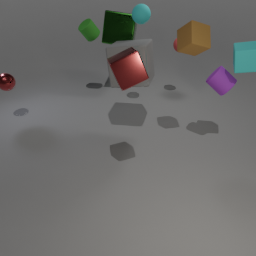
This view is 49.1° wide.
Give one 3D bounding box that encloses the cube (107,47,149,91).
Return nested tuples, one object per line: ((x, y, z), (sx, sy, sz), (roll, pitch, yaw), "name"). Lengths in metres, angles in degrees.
((-0.015, -1.405, 6.607), (0.700, 0.700, 0.700), (-26, 26, 1), "cube")

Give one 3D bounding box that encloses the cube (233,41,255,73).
((3.539, -2.122, 8.377), (0.700, 0.700, 0.700), (-1, 36, 18), "cube")

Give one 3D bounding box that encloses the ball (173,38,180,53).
((2.408, -3.781, 12.700), (0.700, 0.700, 0.700), (0, 32, 0), "ball")

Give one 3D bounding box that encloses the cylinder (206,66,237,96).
((3.028, -1.532, 9.106), (0.700, 0.700, 0.700), (43, 39, -2), "cylinder")

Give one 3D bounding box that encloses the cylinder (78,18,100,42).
((-1.698, -4.288, 12.278), (0.700, 0.700, 0.700), (-20, 48, 24), "cylinder")

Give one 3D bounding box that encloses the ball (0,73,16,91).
((-4.821, -1.817, 11.082), (0.700, 0.700, 0.700), (0, 32, 0), "ball")

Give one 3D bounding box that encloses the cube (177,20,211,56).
((1.926, -2.617, 8.222), (0.700, 0.700, 0.700), (5, -9, -27), "cube")

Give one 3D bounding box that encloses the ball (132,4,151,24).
((0.487, -4.198, 10.323), (0.700, 0.700, 0.700), (0, 32, 0), "ball")

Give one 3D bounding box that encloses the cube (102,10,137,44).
((-0.359, -4.597, 13.060), (1.400, 1.400, 1.400), (9, 18, 2), "cube")

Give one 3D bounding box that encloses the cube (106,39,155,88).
((0.132, -2.326, 10.013), (1.400, 1.400, 1.400), (0, 25, 14), "cube")
